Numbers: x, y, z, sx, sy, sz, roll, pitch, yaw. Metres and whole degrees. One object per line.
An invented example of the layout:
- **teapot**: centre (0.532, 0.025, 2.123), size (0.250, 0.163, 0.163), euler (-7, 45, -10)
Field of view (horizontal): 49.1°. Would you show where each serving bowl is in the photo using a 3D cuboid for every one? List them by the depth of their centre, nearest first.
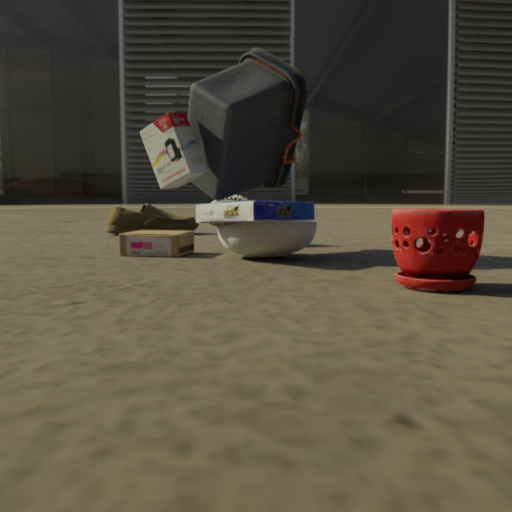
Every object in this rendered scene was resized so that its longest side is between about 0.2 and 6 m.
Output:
- **serving bowl**: centre (0.174, -0.241, 8.680), size (1.549, 0.509, 1.549), euler (-2, 1, 0)

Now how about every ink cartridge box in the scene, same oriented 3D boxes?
- **ink cartridge box**: centre (-1.279, -1.607, 8.644), size (0.712, 0.978, 0.405), euler (-22, -2, 36)
- **ink cartridge box**: centre (-1.626, -0.211, 9.248), size (1.022, 0.384, 0.842), euler (1, 8, 12)

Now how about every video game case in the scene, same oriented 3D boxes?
- **video game case**: centre (-0.009, -0.659, 8.481), size (1.230, 0.308, 1.357), euler (0, 3, 44)

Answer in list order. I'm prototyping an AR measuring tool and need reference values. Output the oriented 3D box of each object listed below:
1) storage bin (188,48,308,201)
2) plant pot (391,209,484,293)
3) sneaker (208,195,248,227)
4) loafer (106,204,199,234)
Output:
- **storage bin**: centre (-0.237, -1.945, 9.128), size (1.626, 2.234, 1.501), euler (39, 50, 25)
- **plant pot**: centre (1.929, -0.084, 6.016), size (0.950, 0.865, 0.950), euler (0, 7, 0)
- **sneaker**: centre (-0.210, -0.696, 10.964), size (1.886, 0.734, 0.775), euler (9, 36, 24)
- **loafer**: centre (-2.486, -0.891, 13.558), size (2.243, 0.756, 0.853), euler (-2, 7, -20)
